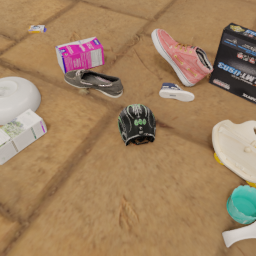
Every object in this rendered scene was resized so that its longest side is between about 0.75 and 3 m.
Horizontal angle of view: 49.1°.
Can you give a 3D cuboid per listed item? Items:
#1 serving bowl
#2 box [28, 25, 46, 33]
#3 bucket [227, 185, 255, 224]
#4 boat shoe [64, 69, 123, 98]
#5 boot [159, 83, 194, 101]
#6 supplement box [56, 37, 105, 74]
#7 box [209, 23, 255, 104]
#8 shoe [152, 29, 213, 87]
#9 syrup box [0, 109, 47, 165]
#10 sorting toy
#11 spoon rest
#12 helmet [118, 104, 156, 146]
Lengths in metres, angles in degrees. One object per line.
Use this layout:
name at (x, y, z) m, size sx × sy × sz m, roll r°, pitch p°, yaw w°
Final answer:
serving bowl at (-4.886, -1.289, 11.362) m, size 2.490 × 0.819 × 2.490 m, roll 0°, pitch 50°, yaw 0°
box at (-4.947, -5.406, 15.335) m, size 0.914 × 0.190 × 0.544 m, roll -4°, pitch 49°, yaw -1°
bucket at (3.489, 2.311, 8.347) m, size 1.028 × 0.669 × 1.028 m, roll 0°, pitch 48°, yaw 0°
boat shoe at (-1.505, -2.147, 12.092) m, size 2.863 × 0.816 × 0.957 m, roll 19°, pitch 52°, yaw 16°
boot at (2.083, -1.573, 11.782) m, size 1.453 × 0.529 × 0.656 m, roll 11°, pitch 55°, yaw 11°
supplement box at (-2.197, -3.362, 13.024) m, size 1.985 × 1.026 × 1.005 m, roll -20°, pitch 51°, yaw -18°
box at (4.777, -2.409, 11.096) m, size 2.697 × 2.677 × 0.670 m, roll 33°, pitch 56°, yaw 25°
shoe at (2.302, -3.223, 11.795) m, size 2.901 × 1.319 × 1.036 m, roll 53°, pitch 46°, yaw -4°
syrup box at (-3.988, 0.276, 9.995) m, size 0.793 × 0.820 × 2.015 m, roll 34°, pitch 57°, yaw 26°
sorting toy at (4.405, 0.625, 9.518) m, size 2.279 × 1.352 × 2.532 m, roll -29°, pitch 54°, yaw -32°
spoon rest at (3.739, 2.913, 7.839) m, size 2.036 × 0.617 × 1.012 m, roll -9°, pitch 57°, yaw -6°
helmet at (0.312, -0.165, 10.078) m, size 1.504 × 1.504 × 1.434 m, roll -7°, pitch 67°, yaw -6°
